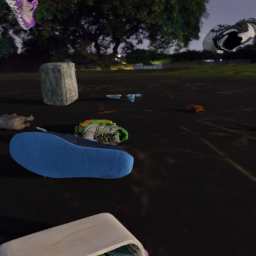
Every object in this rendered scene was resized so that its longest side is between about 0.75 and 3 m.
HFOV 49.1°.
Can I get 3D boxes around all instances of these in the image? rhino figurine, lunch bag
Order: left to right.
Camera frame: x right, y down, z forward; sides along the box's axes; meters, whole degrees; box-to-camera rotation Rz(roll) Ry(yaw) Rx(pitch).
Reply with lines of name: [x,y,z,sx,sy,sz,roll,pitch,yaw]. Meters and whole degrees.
rhino figurine: [-4.439,-0.241,10.298,1.820,0.544,0.796,4,14,21]
lunch bag: [-3.736,-2.563,15.940,1.695,2.432,2.040,4,20,20]

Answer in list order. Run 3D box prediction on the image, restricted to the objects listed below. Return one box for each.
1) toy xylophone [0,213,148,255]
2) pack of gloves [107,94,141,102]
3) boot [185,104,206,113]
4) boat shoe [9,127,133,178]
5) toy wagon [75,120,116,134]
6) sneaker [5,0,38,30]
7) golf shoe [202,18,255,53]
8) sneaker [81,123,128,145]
toy xylophone: [-0.621,1.546,3.066,1.925,0.484,1.409,-6,15,-22]
pack of gloves: [-0.253,-1.818,17.341,2.042,0.480,2.430,-3,5,-2]
boot: [3.267,-0.875,13.640,0.862,0.313,0.915,7,21,-2]
boat shoe: [-1.208,0.659,6.138,2.577,1.084,0.885,16,6,-5]
toy wagon: [-1.108,-0.066,9.986,1.306,0.333,1.683,1,14,4]
sneaker: [-2.880,-3.443,7.899,0.768,0.698,1.736,-18,-12,-5]
golf shoe: [3.144,-2.947,9.263,1.040,0.856,2.201,-40,16,-24]
sneaker: [-0.675,0.206,8.158,0.741,0.679,1.739,11,17,37]
